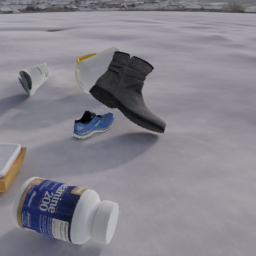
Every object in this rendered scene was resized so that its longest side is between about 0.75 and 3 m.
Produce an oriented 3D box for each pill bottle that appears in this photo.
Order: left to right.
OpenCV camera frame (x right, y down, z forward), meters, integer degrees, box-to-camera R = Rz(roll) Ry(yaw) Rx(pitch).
[{"bbox_3d":[-1.061,1.480,4.950,1.675,0.930,0.930,10,29,12],"label":"pill bottle"}]

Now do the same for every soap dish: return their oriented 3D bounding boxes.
[{"bbox_3d":[-3.265,0.884,6.374,1.577,0.641,1.241,1,32,3],"label":"soap dish"}]

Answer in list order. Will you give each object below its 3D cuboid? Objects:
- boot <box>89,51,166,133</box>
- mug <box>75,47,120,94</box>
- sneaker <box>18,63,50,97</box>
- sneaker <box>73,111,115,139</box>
[{"bbox_3d":[0.299,-1.186,8.513,2.771,1.824,0.967,33,-6,13],"label":"boot"},{"bbox_3d":[-1.245,-2.245,11.607,1.794,1.751,2.186,-23,16,-23],"label":"mug"},{"bbox_3d":[-3.540,-1.852,10.721,1.051,0.899,2.412,-36,15,-21],"label":"sneaker"},{"bbox_3d":[-0.999,-0.218,8.525,0.597,0.678,1.520,23,34,37],"label":"sneaker"}]
